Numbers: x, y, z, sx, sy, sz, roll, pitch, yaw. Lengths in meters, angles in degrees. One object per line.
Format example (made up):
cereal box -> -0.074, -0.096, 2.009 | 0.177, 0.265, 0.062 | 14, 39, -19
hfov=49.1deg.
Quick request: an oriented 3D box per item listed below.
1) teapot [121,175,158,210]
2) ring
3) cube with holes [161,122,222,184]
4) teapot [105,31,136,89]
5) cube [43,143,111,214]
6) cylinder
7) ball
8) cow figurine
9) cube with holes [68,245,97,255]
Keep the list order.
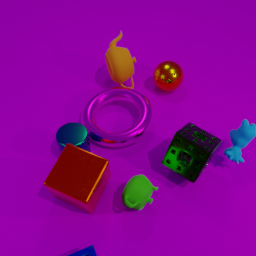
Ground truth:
teapot -> 0.278, 1.433, 6.130 | 0.615, 0.780, 1.255 | 29, 21, 21
ring -> -0.305, -0.350, 7.770 | 2.020, 0.404, 2.020 | -3, 54, 4
cube with holes -> 1.486, 0.552, 6.546 | 0.884, 0.884, 0.884 | 32, 31, 20
teapot -> -0.200, -2.012, 8.517 | 0.875, 1.786, 1.111 | -18, 12, -7
cube -> -1.040, 1.114, 6.085 | 1.004, 1.004, 1.004 | 21, 63, 11
cylinder -> -1.353, 0.387, 7.014 | 0.777, 0.777, 0.777 | 0, 49, 0
ball -> 1.235, -1.595, 8.600 | 0.947, 0.947, 0.947 | 0, 49, 0
cow figurine -> 2.689, 0.350, 6.699 | 0.504, 0.918, 0.903 | 28, 43, -6
cube with holes -> -0.863, 2.848, 4.727 | 1.052, 1.052, 1.052 | -19, 52, -15
